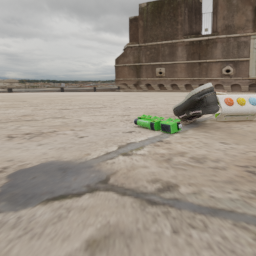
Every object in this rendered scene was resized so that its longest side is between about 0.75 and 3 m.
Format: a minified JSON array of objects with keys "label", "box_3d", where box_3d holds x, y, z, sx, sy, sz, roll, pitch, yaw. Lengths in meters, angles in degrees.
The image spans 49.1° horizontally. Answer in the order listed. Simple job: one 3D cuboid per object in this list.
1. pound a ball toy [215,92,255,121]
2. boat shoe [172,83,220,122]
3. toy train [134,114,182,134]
[{"label":"pound a ball toy","box_3d":[3.457,-0.924,9.350,1.814,1.183,0.771,-1,-27,-14]},{"label":"boat shoe","box_3d":[2.031,-0.540,8.617,0.962,0.820,2.877,-21,-7,-4]},{"label":"toy train","box_3d":[0.748,-0.111,7.564,0.475,0.352,1.686,-18,17,-32]}]
